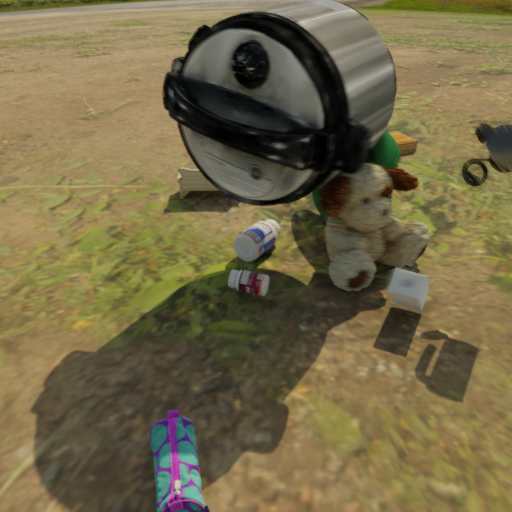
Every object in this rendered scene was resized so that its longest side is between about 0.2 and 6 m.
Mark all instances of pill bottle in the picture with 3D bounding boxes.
[{"bbox_3d":[-0.139,0.479,10.219,0.687,0.392,0.392,11,32,13],"label":"pill bottle"},{"bbox_3d":[0.053,-0.356,11.608,0.597,0.597,1.065,18,34,28],"label":"pill bottle"}]

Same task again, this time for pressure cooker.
[{"bbox_3d":[0.369,-2.625,9.629,3.198,3.248,3.636,-19,14,40],"label":"pressure cooker"}]

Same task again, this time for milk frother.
[{"bbox_3d":[4.030,-1.679,9.584,0.879,0.974,0.917,26,4,27],"label":"milk frother"}]

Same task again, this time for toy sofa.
[{"bbox_3d":[-1.087,-1.948,14.052,1.734,0.846,0.718,-1,31,-1],"label":"toy sofa"}]

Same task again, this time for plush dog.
[{"bbox_3d":[2.039,-0.788,10.842,2.443,2.099,1.960,-19,36,-29],"label":"plush dog"}]

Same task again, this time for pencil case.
[{"bbox_3d":[-0.938,2.557,6.654,0.588,0.638,1.381,-7,30,-11],"label":"pencil case"}]

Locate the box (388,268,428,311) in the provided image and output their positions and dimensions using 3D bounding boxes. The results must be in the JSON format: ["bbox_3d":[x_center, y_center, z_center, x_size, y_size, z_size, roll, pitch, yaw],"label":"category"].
[{"bbox_3d":[2.622,0.585,9.612,0.538,0.865,0.421,17,77,23],"label":"box"}]

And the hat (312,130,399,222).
[{"bbox_3d":[3.117,-2.099,13.156,2.834,3.220,2.667,8,-17,-29],"label":"hat"}]

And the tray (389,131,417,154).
[{"bbox_3d":[3.680,-3.310,16.805,2.064,0.382,1.018,-15,33,-22],"label":"tray"}]
